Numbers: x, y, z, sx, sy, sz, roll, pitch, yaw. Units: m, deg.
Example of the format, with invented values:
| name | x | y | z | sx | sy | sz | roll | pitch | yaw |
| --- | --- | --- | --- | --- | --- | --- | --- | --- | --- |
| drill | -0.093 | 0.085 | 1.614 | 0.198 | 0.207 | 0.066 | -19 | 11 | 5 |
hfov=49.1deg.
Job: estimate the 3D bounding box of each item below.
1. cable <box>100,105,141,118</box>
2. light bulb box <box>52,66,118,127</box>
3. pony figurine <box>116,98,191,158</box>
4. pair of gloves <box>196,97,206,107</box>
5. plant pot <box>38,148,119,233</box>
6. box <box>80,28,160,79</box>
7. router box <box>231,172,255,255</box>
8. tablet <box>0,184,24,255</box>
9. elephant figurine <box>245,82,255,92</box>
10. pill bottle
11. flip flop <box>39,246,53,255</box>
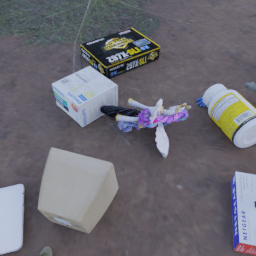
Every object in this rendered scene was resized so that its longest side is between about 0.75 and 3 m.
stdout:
| name | x | y | z | sx | sy | sz | roll | pitch | yaw |
| --- | --- | --- | --- | --- | --- | --- | --- | --- | --- |
| cable | -0.276 | -0.538 | 9.807 | 1.430 | 1.167 | 0.363 | 9 | 87 | -3 |
| light bulb box | -1.561 | -1.215 | 10.412 | 1.741 | 1.086 | 1.725 | -33 | 54 | -28 |
| pony figurine | 0.816 | -0.297 | 9.319 | 2.250 | 1.874 | 2.172 | 3 | 35 | 24 |
| pair of gloves | 3.255 | -0.962 | 10.849 | 1.135 | 0.129 | 0.913 | 28 | 52 | 25 |
| plant pot | -1.336 | 1.727 | 7.276 | 1.706 | 1.704 | 1.510 | 12 | 59 | 12 |
| box | -0.355 | -3.540 | 12.965 | 2.931 | 0.723 | 2.340 | -26 | 53 | -23 |
| router box | 3.786 | 2.306 | 7.371 | 1.922 | 0.523 | 2.141 | 9 | 46 | 8 |
| tablet | -4.228 | 2.550 | 7.282 | 2.960 | 0.202 | 1.926 | -11 | 46 | -7 |
| elephant figurine | 5.133 | -0.732 | 9.867 | 1.924 | 1.361 | 1.492 | 1 | 31 | -8 |
| pill bottle | 3.571 | -0.512 | 9.606 | 1.262 | 1.262 | 2.267 | -16 | 48 | -15 |
| flip flop | -2.118 | 3.231 | 6.667 | 0.349 | 0.248 | 0.860 | 22 | 50 | 20 |
